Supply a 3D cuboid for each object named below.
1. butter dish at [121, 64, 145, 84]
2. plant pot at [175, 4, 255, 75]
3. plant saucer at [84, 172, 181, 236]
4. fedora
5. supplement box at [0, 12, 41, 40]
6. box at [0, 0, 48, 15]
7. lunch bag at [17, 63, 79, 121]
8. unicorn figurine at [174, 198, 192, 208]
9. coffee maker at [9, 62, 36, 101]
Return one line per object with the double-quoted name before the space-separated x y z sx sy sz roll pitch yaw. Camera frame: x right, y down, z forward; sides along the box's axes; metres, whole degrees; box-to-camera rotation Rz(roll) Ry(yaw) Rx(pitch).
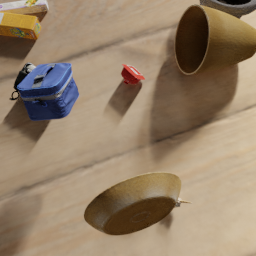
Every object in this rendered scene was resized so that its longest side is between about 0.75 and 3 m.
"butter dish" 0.073 -1.792 9.816 0.809 0.807 0.598 45 112 14
"plant pot" 3.140 -2.910 9.559 2.367 2.206 2.206 -2 70 -18
"plant saucer" 0.179 1.584 5.432 2.033 2.033 0.360 -19 52 -6
"fedora" 3.559 -4.940 10.459 2.586 1.320 2.924 -5 65 -5
"supplement box" -4.294 -3.847 10.486 1.886 0.628 0.649 6 71 3
"box" -4.075 -4.695 10.907 1.878 0.389 0.363 -10 71 -3
"lunch bag" -2.040 -1.001 7.194 1.135 1.106 1.671 -4 34 9
"unicorn figurine" 0.738 2.050 8.484 1.922 0.710 1.320 -29 83 5
"coffee maker" -2.995 -1.290 9.537 1.463 0.985 1.405 28 105 10
